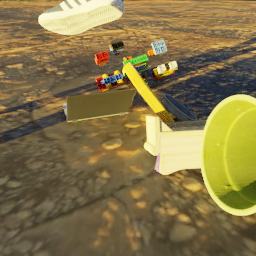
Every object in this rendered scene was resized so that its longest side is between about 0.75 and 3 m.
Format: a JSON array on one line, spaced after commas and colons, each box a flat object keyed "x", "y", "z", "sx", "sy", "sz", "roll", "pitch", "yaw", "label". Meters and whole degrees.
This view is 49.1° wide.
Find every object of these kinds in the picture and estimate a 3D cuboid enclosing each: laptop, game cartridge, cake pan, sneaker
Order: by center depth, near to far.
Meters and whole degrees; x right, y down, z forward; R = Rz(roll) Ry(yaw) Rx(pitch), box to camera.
[{"x": 0.604, "y": -0.804, "z": 7.474, "sx": 0.307, "sy": 1.668, "sz": 1.892, "roll": -37, "pitch": 30, "yaw": 10, "label": "game cartridge"}, {"x": 1.373, "y": -0.511, "z": 7.665, "sx": 1.156, "sy": 0.212, "sz": 1.156, "roll": 33, "pitch": 20, "yaw": -14, "label": "cake pan"}, {"x": -0.902, "y": -0.852, "z": 7.905, "sx": 1.782, "sy": 1.103, "sz": 1.903, "roll": -9, "pitch": 31, "yaw": -16, "label": "laptop"}, {"x": -1.388, "y": -3.682, "z": 8.299, "sx": 2.940, "sy": 1.242, "sz": 1.102, "roll": -2, "pitch": -10, "yaw": 27, "label": "sneaker"}]

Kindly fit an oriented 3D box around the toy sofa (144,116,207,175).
[{"x": 1.657, "y": 0.267, "z": 6.269, "sx": 2.496, "sy": 1.218, "sz": 1.034, "roll": -4, "pitch": 5, "yaw": -6, "label": "toy sofa"}]

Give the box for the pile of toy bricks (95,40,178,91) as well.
[{"x": 0.154, "y": -2.196, "z": 10.266, "sx": 2.925, "sy": 1.623, "sz": 1.444, "roll": -18, "pitch": -6, "yaw": -10, "label": "pile of toy bricks"}]

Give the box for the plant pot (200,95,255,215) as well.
[{"x": 2.677, "y": 0.506, "z": 5.078, "sx": 1.917, "sy": 2.019, "sz": 2.019, "roll": 4, "pitch": 28, "yaw": -19, "label": "plant pot"}]
